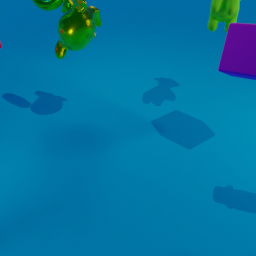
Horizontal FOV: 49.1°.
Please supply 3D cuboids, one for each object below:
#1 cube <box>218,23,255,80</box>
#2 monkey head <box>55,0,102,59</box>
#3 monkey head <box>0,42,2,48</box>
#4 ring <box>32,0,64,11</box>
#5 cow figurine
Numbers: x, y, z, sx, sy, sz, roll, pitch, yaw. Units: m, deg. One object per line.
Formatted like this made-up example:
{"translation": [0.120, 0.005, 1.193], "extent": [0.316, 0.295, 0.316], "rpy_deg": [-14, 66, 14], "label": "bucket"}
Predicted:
{"translation": [3.035, -1.794, 6.788], "extent": [1.141, 1.141, 1.141], "rpy_deg": [19, 13, 34], "label": "cube"}
{"translation": [-1.510, -2.881, 7.646], "extent": [1.434, 1.993, 1.201], "rpy_deg": [44, 44, 3], "label": "monkey head"}
{"translation": [-3.714, -2.107, 7.235], "extent": [0.655, 1.088, 0.782], "rpy_deg": [11, -5, 37], "label": "monkey head"}
{"translation": [-2.030, -3.624, 7.038], "extent": [1.277, 1.277, 0.255], "rpy_deg": [21, 23, 23], "label": "ring"}
{"translation": [2.830, -3.605, 8.079], "extent": [0.945, 1.721, 1.694], "rpy_deg": [12, 76, 17], "label": "cow figurine"}
